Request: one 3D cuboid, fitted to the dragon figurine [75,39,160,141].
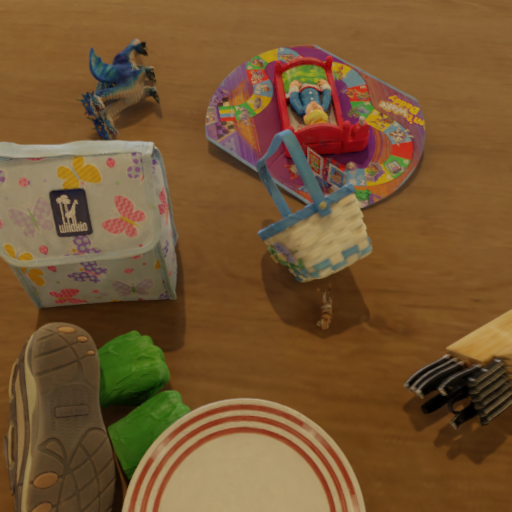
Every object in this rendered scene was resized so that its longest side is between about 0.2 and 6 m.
[{"bbox_3d":[-3.418,-4.337,13.477,1.862,1.102,3.744,-12,55,-10],"label":"dragon figurine"}]

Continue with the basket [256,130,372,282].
[{"bbox_3d":[0.809,-0.819,9.780,1.715,2.174,2.466,-24,88,-10],"label":"basket"}]

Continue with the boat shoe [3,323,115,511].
[{"bbox_3d":[-2.872,2.747,8.004,1.293,1.272,3.470,14,61,-40],"label":"boat shoe"}]

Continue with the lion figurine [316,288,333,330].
[{"bbox_3d":[1.251,0.943,9.879,0.251,0.424,0.693,6,43,20],"label":"lion figurine"}]

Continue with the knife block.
[{"bbox_3d":[3.598,1.697,8.936,2.219,0.809,2.528,-15,13,27],"label":"knife block"}]

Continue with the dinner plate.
[{"bbox_3d":[-0.153,3.611,7.558,3.277,0.397,3.277,1,63,-2],"label":"dinner plate"}]

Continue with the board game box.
[{"bbox_3d":[1.349,-3.254,12.220,4.908,0.956,3.878,36,68,17],"label":"board game box"}]

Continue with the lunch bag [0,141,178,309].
[{"bbox_3d":[-2.767,-0.547,9.289,2.645,3.119,1.983,-3,52,-3],"label":"lunch bag"}]

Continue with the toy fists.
[{"bbox_3d":[-1.744,2.240,8.650,1.184,0.799,2.323,-26,58,-10],"label":"toy fists"}]
